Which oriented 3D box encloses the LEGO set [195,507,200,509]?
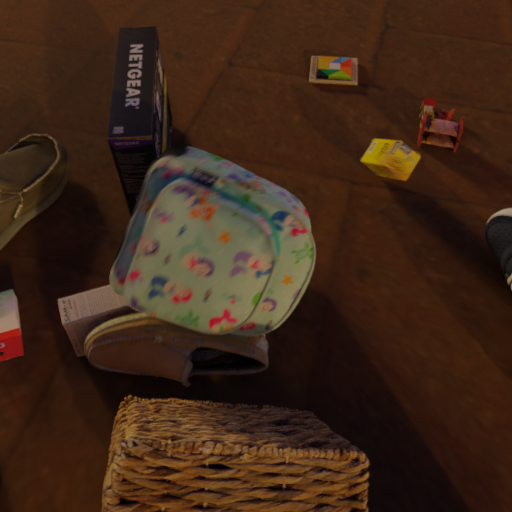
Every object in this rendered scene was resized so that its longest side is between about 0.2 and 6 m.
[{"bbox_3d":[-0.745,3.149,6.591,0.771,0.624,1.676,-4,48,-4],"label":"LEGO set"}]

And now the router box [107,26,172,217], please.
[{"bbox_3d":[-2.043,-2.373,10.249,0.739,2.225,2.830,-3,56,-2],"label":"router box"}]

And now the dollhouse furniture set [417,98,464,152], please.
[{"bbox_3d":[3.995,-2.976,12.124,0.828,0.626,1.539,11,49,9],"label":"dollhouse furniture set"}]

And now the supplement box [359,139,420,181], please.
[{"bbox_3d":[2.533,-1.850,10.708,0.555,0.552,1.014,-59,23,2],"label":"supplement box"}]

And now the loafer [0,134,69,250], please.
[{"bbox_3d":[-4.591,-1.221,10.143,1.303,1.207,3.464,12,49,11],"label":"loafer"}]

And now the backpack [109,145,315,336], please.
[{"bbox_3d":[-0.471,-0.074,7.401,2.485,2.206,1.871,21,20,-13],"label":"backpack"}]

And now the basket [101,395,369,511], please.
[{"bbox_3d":[-0.353,2.807,6.346,2.716,2.023,1.938,7,87,-12],"label":"basket"}]

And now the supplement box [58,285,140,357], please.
[{"bbox_3d":[-2.137,0.891,8.446,1.426,0.899,0.524,-16,51,-15],"label":"supplement box"}]

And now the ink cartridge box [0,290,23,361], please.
[{"bbox_3d":[-4.159,1.134,8.659,0.939,0.292,1.167,-16,48,-13],"label":"ink cartridge box"}]

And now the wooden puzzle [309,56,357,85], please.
[{"bbox_3d":[1.930,-4.646,13.901,1.170,0.235,1.264,4,48,5],"label":"wooden puzzle"}]

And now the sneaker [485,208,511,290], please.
[{"bbox_3d":[4.286,0.749,8.355,1.921,1.241,3.541,-20,54,-20],"label":"sneaker"}]

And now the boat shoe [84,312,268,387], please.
[{"bbox_3d":[-1.076,1.358,7.818,2.579,0.924,0.982,-4,37,-10],"label":"boat shoe"}]
